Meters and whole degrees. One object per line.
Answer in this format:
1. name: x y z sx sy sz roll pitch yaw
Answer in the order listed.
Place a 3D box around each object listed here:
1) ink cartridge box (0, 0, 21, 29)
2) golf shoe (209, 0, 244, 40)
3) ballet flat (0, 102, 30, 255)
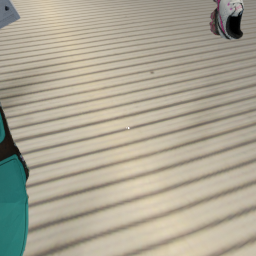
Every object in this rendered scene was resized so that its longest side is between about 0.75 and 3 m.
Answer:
1. ink cartridge box: -3.954 -3.294 7.021 1.640 2.246 0.947 -31 88 -5
2. golf shoe: 2.232 -2.847 6.130 0.679 1.869 0.861 -31 41 -8
3. ballet flat: -1.648 0.254 2.773 0.897 2.805 1.061 11 25 31
